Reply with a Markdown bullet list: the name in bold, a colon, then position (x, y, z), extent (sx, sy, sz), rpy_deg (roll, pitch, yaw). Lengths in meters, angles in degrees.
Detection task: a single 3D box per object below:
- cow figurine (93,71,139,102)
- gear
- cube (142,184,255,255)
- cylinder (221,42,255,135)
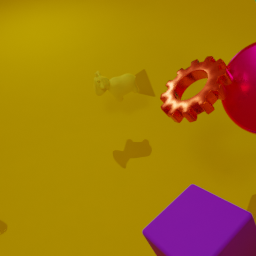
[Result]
- **cow figurine**: position (-0.291, -1.029, 6.526), extent (0.998, 0.982, 0.548), rpy_deg (-25, 58, 8)
- **gear**: position (1.011, -0.598, 4.303), extent (1.132, 0.209, 1.132), rpy_deg (-32, 35, 26)
- **cube**: position (1.020, 1.583, 3.705), extent (1.028, 1.028, 1.028), rpy_deg (-37, 26, -19)
- **cylinder**: position (2.397, -0.637, 4.504), extent (1.389, 1.389, 1.389), rpy_deg (38, 28, 29)
